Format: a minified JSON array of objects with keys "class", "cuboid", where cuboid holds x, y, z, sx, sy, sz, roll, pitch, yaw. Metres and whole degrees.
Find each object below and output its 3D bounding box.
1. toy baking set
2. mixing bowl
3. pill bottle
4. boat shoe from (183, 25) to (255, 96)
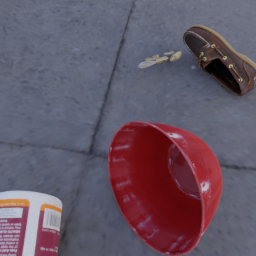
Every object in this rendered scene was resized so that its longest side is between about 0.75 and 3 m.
[{"class":"toy baking set","cuboid":[1.061,-2.250,9.322,1.328,0.201,1.730,-7,23,26]},{"class":"mixing bowl","cuboid":[0.943,1.053,5.978,1.484,2.739,2.739,-15,52,-35]},{"class":"pill bottle","cuboid":[-2.065,2.593,5.169,1.456,1.456,2.550,0,61,0]},{"class":"boat shoe","cuboid":[2.817,-2.207,8.985,1.049,1.050,2.984,-39,65,-15]}]
